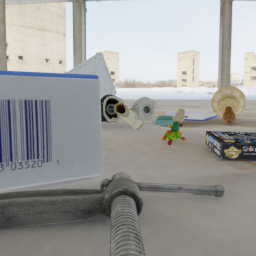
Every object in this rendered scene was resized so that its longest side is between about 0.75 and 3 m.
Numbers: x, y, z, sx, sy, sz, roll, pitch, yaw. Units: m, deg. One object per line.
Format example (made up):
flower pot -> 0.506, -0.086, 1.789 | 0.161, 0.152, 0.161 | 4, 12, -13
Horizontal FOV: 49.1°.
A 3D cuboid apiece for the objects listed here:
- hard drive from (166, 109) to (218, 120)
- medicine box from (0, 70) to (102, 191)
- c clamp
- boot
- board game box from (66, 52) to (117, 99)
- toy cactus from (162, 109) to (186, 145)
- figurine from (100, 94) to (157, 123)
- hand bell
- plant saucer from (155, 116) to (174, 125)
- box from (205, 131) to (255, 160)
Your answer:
hard drive -> 2.450, -0.517, 10.412 | 1.405, 0.270, 2.129 | 4, 8, 29
medicine box -> -1.621, -0.059, 3.274 | 1.941, 1.097, 2.131 | -4, 8, -32
c clamp -> -0.292, 0.576, 1.249 | 2.104, 0.334, 2.463 | 0, 7, 3
boot -> -0.086, -0.391, 6.748 | 0.707, 0.330, 0.914 | 40, 6, -40
board game box -> -1.338, -1.404, 9.395 | 1.739, 1.738, 0.225 | -37, 43, -18
toy cactus -> 0.905, -0.020, 5.111 | 0.400, 0.645, 0.782 | 24, 20, 18
figurine -> -0.263, -0.441, 7.911 | 1.676, 0.721, 1.635 | 0, -4, -27
hand bell -> 3.211, -0.524, 8.883 | 1.176, 1.176, 2.258 | 2, 20, 18
plant saucer -> 1.185, -0.258, 8.854 | 0.602, 0.163, 1.721 | 1, 8, 8
box -> 1.812, 0.248, 4.204 | 1.089, 0.272, 1.097 | 0, 7, 4
